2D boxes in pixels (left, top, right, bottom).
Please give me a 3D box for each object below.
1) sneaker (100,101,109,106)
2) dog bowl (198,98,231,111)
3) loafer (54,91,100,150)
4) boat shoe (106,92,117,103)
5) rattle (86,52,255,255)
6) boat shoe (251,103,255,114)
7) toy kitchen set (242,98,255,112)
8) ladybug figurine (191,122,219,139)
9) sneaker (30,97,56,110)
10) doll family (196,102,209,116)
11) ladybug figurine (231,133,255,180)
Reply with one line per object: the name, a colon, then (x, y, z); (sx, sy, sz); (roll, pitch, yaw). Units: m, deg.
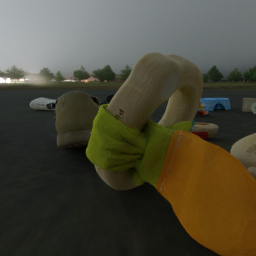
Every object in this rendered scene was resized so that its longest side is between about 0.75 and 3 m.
sneaker: (-1.306, -1.133, 13.816); (0.618, 0.412, 1.078); (4, 13, -19)
dog bowl: (4.100, -1.191, 13.829); (2.153, 0.534, 1.200); (-5, 11, -26)
loafer: (-0.920, -0.152, 5.600); (1.102, 0.977, 2.898); (-2, 1, -15)
boat shoe: (-0.445, -1.302, 13.350); (0.838, 0.890, 2.477); (-1, 11, -32)
rattle: (0.953, 0.292, 3.591); (2.001, 1.823, 2.801); (16, -8, 28)
boat shoe: (5.845, -0.824, 11.340); (0.580, 0.616, 1.715); (-8, 9, -18)
toy kitchen set: (6.150, -1.411, 12.949); (1.374, 1.242, 1.523); (5, 11, 29)
ladybug figurine: (1.716, 0.063, 6.872); (0.962, 0.346, 0.653); (4, 10, 24)
sneaker: (-3.932, -1.103, 13.326); (1.552, 0.593, 0.625); (-1, 19, 1)
doll family: (2.568, -0.848, 11.386); (1.438, 0.648, 0.892); (8, 11, 41)
ladybug figurine: (2.051, 0.469, 3.109); (2.164, 0.778, 1.469); (-5, 11, -26)
